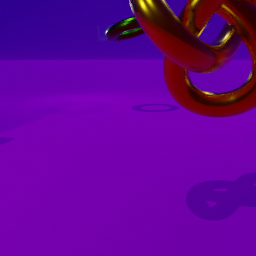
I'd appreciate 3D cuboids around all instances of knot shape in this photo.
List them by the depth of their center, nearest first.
[{"bbox_3d":[0.800,-0.792,2.528,1.603,1.500,0.741,-21,23,-19],"label":"knot shape"}]

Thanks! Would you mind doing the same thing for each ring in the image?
[{"bbox_3d":[0.125,-2.914,8.166,1.624,0.325,1.624,-17,7,2],"label":"ring"}]
